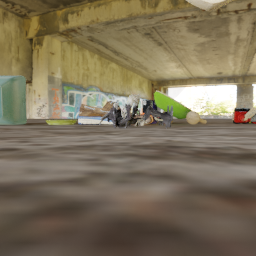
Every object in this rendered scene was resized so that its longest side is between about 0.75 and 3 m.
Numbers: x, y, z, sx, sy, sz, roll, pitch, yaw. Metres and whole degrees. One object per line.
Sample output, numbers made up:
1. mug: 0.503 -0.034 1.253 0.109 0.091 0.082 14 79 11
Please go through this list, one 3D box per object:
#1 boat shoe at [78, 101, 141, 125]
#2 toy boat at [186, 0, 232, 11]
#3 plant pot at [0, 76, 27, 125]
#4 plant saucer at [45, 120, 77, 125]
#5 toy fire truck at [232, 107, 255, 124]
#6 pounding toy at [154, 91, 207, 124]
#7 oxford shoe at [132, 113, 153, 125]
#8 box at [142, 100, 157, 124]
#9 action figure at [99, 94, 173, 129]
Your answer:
1. boat shoe: -0.630 -0.544 10.038 2.336 0.845 0.844 0 2 -1
2. toy boat: 0.733 -2.719 4.066 2.432 2.044 1.130 -3 -14 3
3. plant pot: -4.497 -0.901 9.361 1.776 1.780 1.814 0 8 -9
4. plant saucer: -2.429 -0.210 10.216 1.133 0.176 1.133 1 2 0
5. toy fire truck: 4.635 -0.464 10.418 1.126 0.823 1.280 1 14 0
6. pounding toy: 1.762 -0.490 10.843 2.180 1.012 1.683 33 6 25
7. oxford shoe: 0.285 -0.218 9.001 1.112 0.396 0.405 -6 16 36
8. box: 0.890 -0.647 11.338 0.377 0.955 0.674 1 3 30
9. action figure: 0.183 -0.415 6.890 1.748 0.892 1.039 2 13 -1
